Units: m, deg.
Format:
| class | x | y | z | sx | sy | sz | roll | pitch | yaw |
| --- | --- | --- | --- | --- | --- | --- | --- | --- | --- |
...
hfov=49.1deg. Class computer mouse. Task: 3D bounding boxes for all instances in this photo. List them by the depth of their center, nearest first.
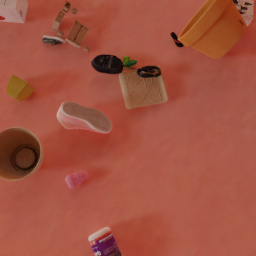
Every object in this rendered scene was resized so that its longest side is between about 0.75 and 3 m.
| class | x | y | z | sx | sy | sz | roll | pitch | yaw |
| --- | --- | --- | --- | --- | --- | --- | --- | --- | --- |
| computer mouse | -0.080 | -2.312 | 10.967 | 2.743 | 0.467 | 0.804 | 12 | 56 | 2 |

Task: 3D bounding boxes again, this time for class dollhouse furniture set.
| class | x | y | z | sx | sy | sz | roll | pitch | yaw |
| --- | --- | --- | --- | --- | --- | --- | --- | --- | --- |
| dollhouse furniture set | -2.189 | -4.102 | 11.688 | 1.712 | 0.836 | 1.460 | 28 | 76 | -18 |

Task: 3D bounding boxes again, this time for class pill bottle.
| class | x | y | z | sx | sy | sz | roll | pitch | yaw |
| --- | --- | --- | --- | --- | --- | --- | --- | --- | --- |
| pill bottle | -0.694 | 4.092 | 9.277 | 0.796 | 0.796 | 1.415 | -26 | 76 | -6 |

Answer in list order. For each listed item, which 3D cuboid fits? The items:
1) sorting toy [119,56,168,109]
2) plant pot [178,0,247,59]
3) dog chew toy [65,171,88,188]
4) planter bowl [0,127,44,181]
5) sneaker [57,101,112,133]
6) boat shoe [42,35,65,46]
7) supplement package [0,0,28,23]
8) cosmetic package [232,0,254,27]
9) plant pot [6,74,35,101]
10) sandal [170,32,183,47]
| class | x | y | z | sx | sy | sz | roll | pitch | yaw |
| --- | --- | --- | --- | --- | --- | --- | --- | --- | --- |
| sorting toy | 0.521 | -1.921 | 11.085 | 1.672 | 0.333 | 2.262 | -12 | 77 | -3 |
| plant pot | 3.305 | -3.790 | 10.665 | 1.670 | 2.386 | 2.386 | 39 | 78 | -8 |
| dog chew toy | -1.830 | 1.812 | 10.049 | 0.809 | 0.504 | 0.504 | -24 | 77 | -15 |
| planter bowl | -3.784 | 0.985 | 9.867 | 1.816 | 1.222 | 1.816 | 0 | 76 | -1 |
| sneaker | -1.678 | -0.280 | 10.502 | 2.087 | 1.091 | 0.785 | 23 | 59 | -25 |
| boat shoe | -3.064 | -3.550 | 11.535 | 0.974 | 0.351 | 0.345 | 13 | 85 | 13 |
| supplement package | -5.167 | -5.089 | 11.541 | 1.672 | 1.014 | 1.001 | 5 | 76 | 1 |
| cosmetic package | 4.726 | -5.661 | 11.880 | 1.075 | 0.660 | 2.605 | 8 | 76 | 1 |
| plant pot | -4.201 | -1.474 | 10.782 | 0.751 | 0.746 | 0.768 | 29 | 83 | 7 |
| sandal | 2.023 | -3.643 | 11.538 | 0.282 | 0.169 | 0.750 | -39 | 95 | -17 |
